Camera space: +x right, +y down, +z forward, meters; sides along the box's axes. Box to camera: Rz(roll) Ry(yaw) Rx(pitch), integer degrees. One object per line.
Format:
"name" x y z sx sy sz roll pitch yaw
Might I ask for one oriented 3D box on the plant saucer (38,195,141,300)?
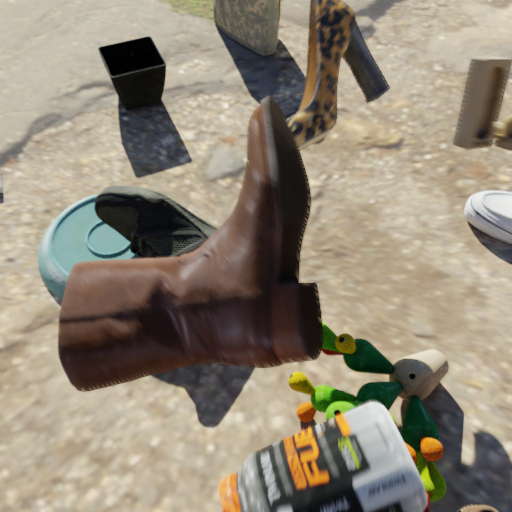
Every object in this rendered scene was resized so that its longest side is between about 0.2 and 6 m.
"plant saucer" -2.693 -0.268 10.449 2.786 0.382 2.786 0 52 0

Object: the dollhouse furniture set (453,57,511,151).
"dollhouse furniture set" 3.763 -2.071 7.378 1.558 1.482 1.269 -10 29 -28

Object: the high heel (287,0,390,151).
"high heel" 0.625 -2.719 8.548 2.695 0.962 1.921 -38 103 -17

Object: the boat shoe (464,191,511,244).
"boat shoe" 5.590 -0.767 10.388 3.157 1.054 1.161 16 54 12

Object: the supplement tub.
"supplement tub" 0.606 2.197 5.312 1.751 1.073 1.073 -24 55 0

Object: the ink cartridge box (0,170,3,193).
"ink cartridge box" -5.703 -1.549 11.544 0.861 0.190 0.877 -15 52 -11

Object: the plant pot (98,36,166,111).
"plant pot" -2.782 -4.140 12.942 1.264 1.121 1.261 -19 55 -14

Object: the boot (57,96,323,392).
"boot" -1.075 -0.069 6.996 3.512 1.128 3.273 -10 74 24

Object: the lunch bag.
"lunch bag" -0.091 -6.439 14.209 1.352 1.886 2.300 -25 57 -19

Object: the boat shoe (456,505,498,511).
"boat shoe" 2.584 4.342 6.471 1.052 1.054 2.848 6 53 5

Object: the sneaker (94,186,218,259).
"sneaker" -1.616 0.019 9.452 3.022 1.155 1.731 31 56 -3

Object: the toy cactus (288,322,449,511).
"toy cactus" 1.934 2.120 8.234 2.424 1.502 2.937 -17 49 -36
